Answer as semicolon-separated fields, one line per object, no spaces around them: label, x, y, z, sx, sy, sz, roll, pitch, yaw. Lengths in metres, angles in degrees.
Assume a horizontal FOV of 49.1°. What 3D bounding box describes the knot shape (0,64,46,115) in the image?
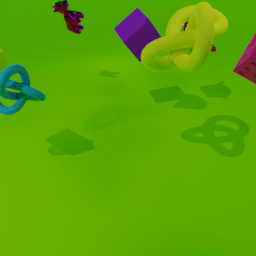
knot shape;-2.340;-0.774;6.076;1.099;1.174;0.542;12;43;-35

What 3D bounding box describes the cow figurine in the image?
cow figurine;-2.031;-3.775;9.509;1.042;1.059;0.581;19;56;3

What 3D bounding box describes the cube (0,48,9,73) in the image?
cube;-3.008;-1.414;5.732;0.704;0.704;0.704;38;74;-5

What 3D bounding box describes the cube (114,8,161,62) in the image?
cube;0.315;-2.717;8.186;0.926;0.926;0.926;-38;45;12

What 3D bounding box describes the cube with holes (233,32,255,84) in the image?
cube with holes;2.072;-1.010;3.830;0.773;0.773;0.773;31;1;6

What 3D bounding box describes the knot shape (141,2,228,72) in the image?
knot shape;1.206;-1.779;5.553;1.919;0.887;1.796;-42;19;4

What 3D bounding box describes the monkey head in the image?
monkey head;2.174;-2.828;8.534;0.939;1.121;1.558;-8;67;6
